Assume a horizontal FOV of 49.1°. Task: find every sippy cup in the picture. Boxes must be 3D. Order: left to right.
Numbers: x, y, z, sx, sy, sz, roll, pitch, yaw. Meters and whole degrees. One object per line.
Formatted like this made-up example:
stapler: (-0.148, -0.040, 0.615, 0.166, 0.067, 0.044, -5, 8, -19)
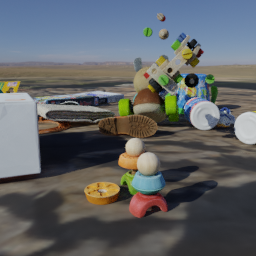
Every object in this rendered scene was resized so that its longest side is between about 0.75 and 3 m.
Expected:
sippy cup: (2.669, -1.452, 11.646, 1.691, 1.579, 2.154, 7, 15, 30)

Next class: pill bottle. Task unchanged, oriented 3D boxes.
pill bottle: (2.314, -0.521, 9.118, 0.900, 0.900, 1.603, 0, 13, -1)
pill bottle: (3.528, -0.063, 7.292, 1.466, 0.816, 0.816, -7, 15, -35)

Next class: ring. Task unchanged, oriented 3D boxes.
ring: (-2.863, -0.120, 8.929, 2.039, 0.196, 2.039, 0, 12, 0)

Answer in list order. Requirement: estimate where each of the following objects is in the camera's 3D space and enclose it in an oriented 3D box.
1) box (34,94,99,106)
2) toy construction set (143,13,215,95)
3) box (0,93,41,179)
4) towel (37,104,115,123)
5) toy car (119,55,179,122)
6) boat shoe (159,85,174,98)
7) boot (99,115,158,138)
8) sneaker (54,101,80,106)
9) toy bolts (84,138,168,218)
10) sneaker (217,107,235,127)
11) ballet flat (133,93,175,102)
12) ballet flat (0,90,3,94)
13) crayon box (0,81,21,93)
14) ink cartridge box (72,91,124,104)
box: (-2.871, -1.236, 13.174, 2.532, 0.477, 1.729, -10, 16, -39)
toy construction set: (0.865, -1.495, 5.862, 1.483, 1.778, 1.366, -19, 11, 16)
box: (-2.734, 0.020, 5.609, 1.644, 1.288, 2.643, -5, 11, -21)
towel: (-1.900, -0.512, 9.618, 2.584, 0.446, 1.712, 0, 9, -37)
toy car: (0.705, -1.301, 8.968, 1.729, 2.104, 1.660, -2, -12, 12)
boat shoe: (0.925, -1.267, 9.713, 1.671, 0.616, 0.536, -33, -8, 3)
boot: (0.084, -0.106, 8.035, 1.652, 0.620, 0.886, 4, 8, 17)
sneaker: (-2.587, -0.634, 10.606, 1.437, 0.525, 0.804, -6, 19, 6)
toy bolts: (0.002, 0.661, 4.033, 1.133, 0.823, 1.186, -7, 14, -27)
sneaker: (3.315, -0.411, 9.342, 0.495, 0.580, 1.316, 5, 13, 28)
ballet flat: (1.335, -1.297, 12.765, 0.972, 0.972, 2.799, 9, 15, 34)
ballet flat: (-4.911, -0.510, 8.276, 0.943, 0.940, 2.814, -11, 24, 23)
crayon box: (-5.470, -0.963, 10.092, 2.928, 0.755, 1.841, -3, 34, -10)
ink cartridge box: (-1.606, -1.657, 15.191, 2.015, 0.474, 1.991, 9, 17, 42)
